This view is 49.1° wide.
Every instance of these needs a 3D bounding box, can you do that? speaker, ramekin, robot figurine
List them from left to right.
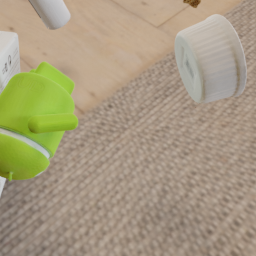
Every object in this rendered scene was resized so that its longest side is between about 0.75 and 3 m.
[{"bbox_3d":[-1.388,-0.059,3.899,1.510,0.995,1.721,-11,51,46],"label":"robot figurine"},{"bbox_3d":[-2.437,-3.814,7.737,0.870,2.142,0.870,-9,57,15],"label":"speaker"},{"bbox_3d":[1.279,-1.065,4.601,0.669,1.372,1.372,-19,58,0],"label":"ramekin"}]

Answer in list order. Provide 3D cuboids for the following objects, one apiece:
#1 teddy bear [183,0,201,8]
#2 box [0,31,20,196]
[{"bbox_3d":[1.590,-3.599,7.478,0.945,0.316,0.685,-2,78,-50],"label":"teddy bear"},{"bbox_3d":[-3.015,-0.351,5.170,1.600,2.448,2.435,3,32,-11],"label":"box"}]
